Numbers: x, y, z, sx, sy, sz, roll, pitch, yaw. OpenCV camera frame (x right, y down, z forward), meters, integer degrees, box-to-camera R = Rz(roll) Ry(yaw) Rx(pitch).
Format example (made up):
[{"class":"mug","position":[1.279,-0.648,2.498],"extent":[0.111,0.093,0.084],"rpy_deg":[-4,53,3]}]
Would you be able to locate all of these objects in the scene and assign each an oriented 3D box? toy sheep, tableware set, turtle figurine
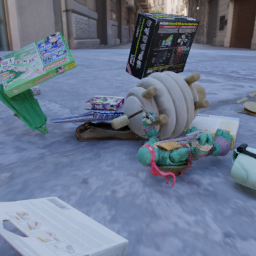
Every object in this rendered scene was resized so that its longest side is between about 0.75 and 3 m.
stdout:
[{"class":"toy sheep","position":[0.798,-0.534,6.832],"extent":[2.636,1.817,1.817],"rpy_deg":[-16,24,-22]},{"class":"tableware set","position":[4.700,-0.770,9.942],"extent":[1.810,0.363,1.197],"rpy_deg":[-24,41,-38]},{"class":"turtle figurine","position":[0.912,0.304,5.490],"extent":[2.425,1.221,1.816],"rpy_deg":[0,22,-44]}]

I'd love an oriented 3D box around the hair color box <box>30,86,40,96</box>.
[{"class":"hair color box","position":[-4.579,-1.691,12.582],"extent":[1.143,0.370,0.625],"rpy_deg":[12,22,26]}]

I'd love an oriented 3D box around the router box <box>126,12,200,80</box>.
[{"class":"router box","position":[1.074,-2.505,8.524],"extent":[0.720,1.736,2.316],"rpy_deg":[35,36,30]}]

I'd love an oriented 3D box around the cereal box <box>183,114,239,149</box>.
[{"class":"cereal box","position":[2.293,0.035,7.567],"extent":[1.230,0.338,1.710],"rpy_deg":[9,21,24]}]

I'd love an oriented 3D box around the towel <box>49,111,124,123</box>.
[{"class":"towel","position":[-0.835,-0.320,7.617],"extent":[1.504,0.248,2.077],"rpy_deg":[-6,-1,34]}]

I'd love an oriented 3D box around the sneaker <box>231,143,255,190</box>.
[{"class":"sneaker","position":[2.814,0.495,5.316],"extent":[1.376,0.859,2.333],"rpy_deg":[22,30,35]}]

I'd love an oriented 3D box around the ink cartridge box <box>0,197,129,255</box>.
[{"class":"ink cartridge box","position":[-0.964,1.264,3.327],"extent":[1.497,0.335,1.319],"rpy_deg":[15,2,38]}]

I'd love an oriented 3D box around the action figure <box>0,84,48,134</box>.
[{"class":"action figure","position":[-2.649,-0.503,7.289],"extent":[0.988,1.672,0.457],"rpy_deg":[-40,3,-33]}]

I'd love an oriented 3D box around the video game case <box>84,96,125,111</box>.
[{"class":"video game case","position":[-0.867,-0.953,10.607],"extent":[1.234,0.244,1.361],"rpy_deg":[4,19,12]}]

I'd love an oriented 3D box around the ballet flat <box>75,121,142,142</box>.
[{"class":"ballet flat","position":[-0.348,0.009,7.427],"extent":[2.069,0.480,0.697],"rpy_deg":[-4,19,-10]}]

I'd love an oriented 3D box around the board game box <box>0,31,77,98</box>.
[{"class":"board game box","position":[-2.293,-1.618,6.967],"extent":[1.801,0.262,1.212],"rpy_deg":[-25,60,-3]}]
